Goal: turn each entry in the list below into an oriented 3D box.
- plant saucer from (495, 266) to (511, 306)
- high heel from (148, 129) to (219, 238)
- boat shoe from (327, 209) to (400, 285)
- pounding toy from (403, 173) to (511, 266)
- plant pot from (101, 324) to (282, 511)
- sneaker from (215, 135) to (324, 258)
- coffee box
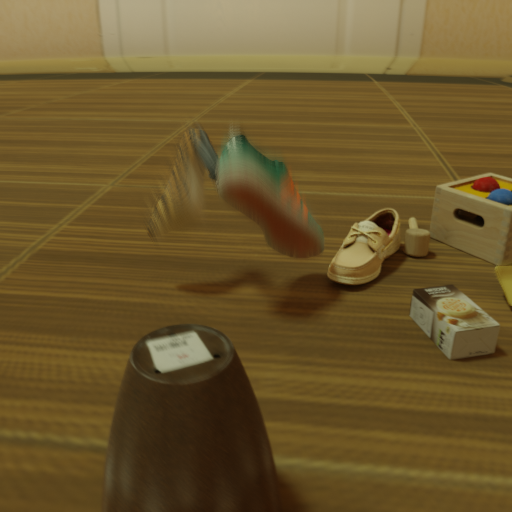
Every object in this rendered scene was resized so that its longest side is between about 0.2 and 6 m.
[{"bbox_3d":[4.037,0.488,8.562,0.696,0.169,0.696,0,57,-11],"label":"plant saucer"},{"bbox_3d":[-1.242,-1.156,8.768,0.604,1.691,1.206,26,27,-48],"label":"high heel"},{"bbox_3d":[1.892,-0.235,9.692,0.857,0.804,2.324,13,28,26],"label":"boat shoe"},{"bbox_3d":[3.858,-0.811,10.455,2.657,1.215,2.334,-15,29,-30],"label":"pounding toy"},{"bbox_3d":[-0.588,1.523,4.761,1.627,1.741,1.627,-1,25,0],"label":"plant pot"},{"bbox_3d":[0.329,-0.876,8.500,0.878,2.461,0.984,-16,52,29],"label":"sneaker"},{"bbox_3d":[2.676,0.878,7.686,0.663,0.462,1.159,-6,25,-12],"label":"coffee box"}]
